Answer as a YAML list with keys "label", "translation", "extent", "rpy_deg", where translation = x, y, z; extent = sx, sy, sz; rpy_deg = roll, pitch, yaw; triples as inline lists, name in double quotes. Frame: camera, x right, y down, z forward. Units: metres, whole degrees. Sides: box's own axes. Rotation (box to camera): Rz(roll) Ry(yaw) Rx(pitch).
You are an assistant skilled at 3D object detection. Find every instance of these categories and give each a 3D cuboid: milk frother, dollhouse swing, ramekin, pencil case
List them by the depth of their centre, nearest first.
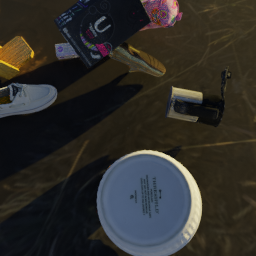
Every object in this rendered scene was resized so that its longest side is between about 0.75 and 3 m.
- label: "ramekin"
  translation: [0.412, 1.600, 6.161]
  extent: [2.432, 1.132, 2.432]
  rpy_deg: [-3, 70, 8]
- label: "milk frother"
  translation: [1.864, -0.911, 7.445]
  extent: [1.437, 1.378, 1.527]
  rpy_deg: [11, 86, 1]
- label: "dollhouse swing"
  translation: [-3.898, -2.430, 8.761]
  extent: [1.160, 1.199, 1.319]
  rpy_deg: [-45, 65, 10]
- label: "pencil case"
  translation: [0.589, -3.600, 8.968]
  extent: [2.275, 0.995, 0.995]
  rpy_deg: [15, 55, 48]

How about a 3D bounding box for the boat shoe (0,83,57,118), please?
- label: "boat shoe"
  translation: [-3.121, -0.881, 7.887]
  extent: [2.231, 0.779, 0.791]
  rpy_deg: [-14, 65, -17]

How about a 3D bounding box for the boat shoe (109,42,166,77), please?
- label: "boat shoe"
  translation: [0.263, -2.058, 8.859]
  extent: [1.870, 0.712, 0.670]
  rpy_deg: [31, 33, 1]

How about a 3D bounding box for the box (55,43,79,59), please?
- label: "box"
  translation: [-1.287, -2.620, 9.220]
  extent: [2.119, 0.439, 0.410]
  rpy_deg: [-8, 90, -5]

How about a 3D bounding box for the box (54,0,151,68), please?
- label: "box"
  translation: [-0.704, -2.912, 7.615]
  extent: [2.173, 1.328, 1.152]
  rpy_deg: [-37, 38, 2]
